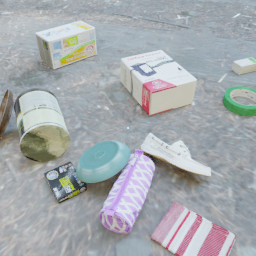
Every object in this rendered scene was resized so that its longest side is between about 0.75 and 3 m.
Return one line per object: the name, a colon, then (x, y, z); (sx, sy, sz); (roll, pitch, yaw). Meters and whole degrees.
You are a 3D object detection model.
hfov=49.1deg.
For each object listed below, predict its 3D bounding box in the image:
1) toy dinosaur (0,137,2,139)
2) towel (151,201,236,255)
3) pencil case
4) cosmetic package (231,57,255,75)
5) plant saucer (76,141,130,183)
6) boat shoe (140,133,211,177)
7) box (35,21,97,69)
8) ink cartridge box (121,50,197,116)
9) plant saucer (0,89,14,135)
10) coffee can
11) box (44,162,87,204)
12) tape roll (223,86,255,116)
toy dinosaur: (-5.154, 0.192, 10.005); (1.640, 0.838, 1.113); (21, 67, 2)
towel: (1.695, 2.821, 7.253); (1.838, 0.209, 1.324); (25, 48, 26)
pencil case: (0.042, 1.726, 7.883); (1.008, 1.027, 2.402); (10, 43, 16)
cosmetic package: (5.765, -3.046, 13.763); (1.138, 0.483, 0.612); (-15, 45, -19)
plant saucer: (-0.817, 0.905, 8.489); (1.791, 0.322, 1.791); (-18, 29, 11)
boat shoe: (1.548, 0.792, 8.875); (2.419, 0.857, 0.839); (23, 85, 24)
box: (-3.094, -4.324, 14.422); (2.712, 1.525, 1.374); (-29, 49, -29)
ink cartridge box: (1.183, -2.057, 12.048); (2.122, 1.236, 2.931); (-17, 44, -18)
plant saucer: (-4.475, -0.521, 10.146); (0.289, 1.803, 1.803); (17, 32, -31)
coffee can: (-2.976, -0.152, 9.586); (1.575, 1.575, 2.152); (-14, 43, -16)
box: (-1.924, 1.636, 8.564); (0.925, 0.256, 1.154); (-22, 46, -24)
tape roll: (4.818, -1.140, 11.647); (1.631, 0.392, 1.631); (0, 41, 0)
